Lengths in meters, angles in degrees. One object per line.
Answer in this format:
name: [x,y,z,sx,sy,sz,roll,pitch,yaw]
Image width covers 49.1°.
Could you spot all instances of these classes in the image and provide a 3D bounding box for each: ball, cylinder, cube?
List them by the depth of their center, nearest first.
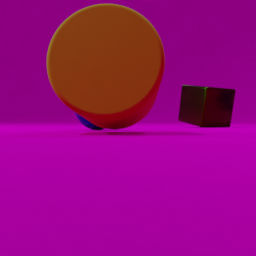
cylinder: [-0.202,-0.611,3.285,1.170,1.170,1.170,0,-5,2]
ball: [-0.520,-0.365,4.746,0.799,0.799,0.799,0,1,0]
cube: [2.136,-0.613,7.689,1.032,1.032,1.032,0,11,-27]
